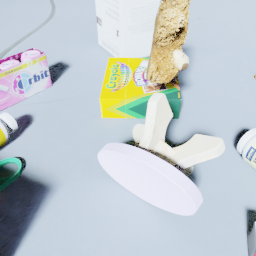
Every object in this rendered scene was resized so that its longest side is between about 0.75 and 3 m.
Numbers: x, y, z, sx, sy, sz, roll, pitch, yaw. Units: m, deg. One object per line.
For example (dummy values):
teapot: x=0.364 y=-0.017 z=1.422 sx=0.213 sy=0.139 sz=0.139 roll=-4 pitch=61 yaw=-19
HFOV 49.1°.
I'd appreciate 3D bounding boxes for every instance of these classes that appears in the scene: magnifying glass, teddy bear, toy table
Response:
magnifying glass: x=-3.105 y=1.367 z=6.692 sx=0.706 sy=0.199 sz=1.773 roll=4 pitch=40 yaw=5
teddy bear: x=1.142 y=-2.528 z=6.820 sx=0.986 sy=2.142 sz=2.954 roll=9 pitch=77 yaw=0
toy table: x=0.707 y=0.640 z=6.111 sx=2.618 sy=2.407 sz=1.533 roll=22 pitch=57 yaw=36

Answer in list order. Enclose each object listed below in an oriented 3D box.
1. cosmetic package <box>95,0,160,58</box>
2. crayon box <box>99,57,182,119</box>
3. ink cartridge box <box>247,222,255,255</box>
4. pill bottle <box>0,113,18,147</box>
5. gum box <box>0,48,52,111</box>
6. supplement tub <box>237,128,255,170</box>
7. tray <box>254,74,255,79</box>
cosmetic package: x=0.203 y=-4.832 z=12.092 sx=2.460 sy=2.982 sz=2.458 roll=-20 pitch=43 yaw=-22
crayon box: x=0.437 y=-1.481 z=9.664 sx=2.485 sy=0.840 sz=2.881 roll=2 pitch=39 yaw=2
ink cartridge box: x=2.759 y=2.248 z=5.277 sx=0.811 sy=0.587 sz=0.590 roll=9 pitch=40 yaw=11
pill bottle: x=-3.792 y=0.225 z=7.562 sx=0.859 sy=0.859 sz=1.543 roll=21 pitch=44 yaw=24
gum box: x=-3.836 y=-1.670 z=9.526 sx=0.767 sy=1.315 sz=2.318 roll=27 pitch=46 yaw=29
supplement tub: x=3.470 y=0.681 z=6.945 sx=0.931 sy=0.931 sz=1.284 roll=-18 pitch=42 yaw=-21
tray: x=5.472 y=-2.075 z=10.929 sx=1.084 sy=0.201 sz=0.535 roll=-28 pitch=47 yaw=-29
